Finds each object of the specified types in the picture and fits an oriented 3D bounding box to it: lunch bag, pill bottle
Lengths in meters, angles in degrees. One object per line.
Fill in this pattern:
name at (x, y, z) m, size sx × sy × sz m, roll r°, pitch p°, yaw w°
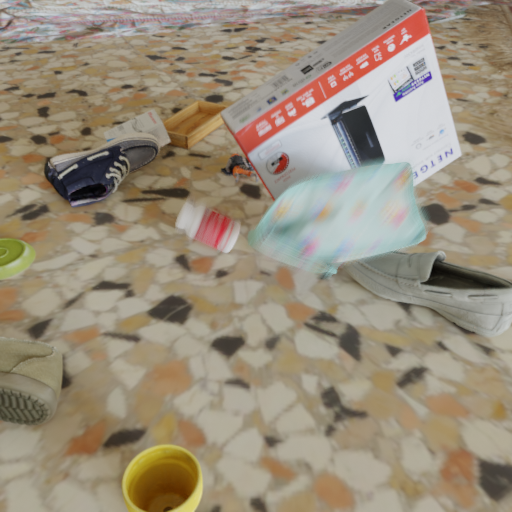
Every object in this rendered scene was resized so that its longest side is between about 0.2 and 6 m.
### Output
lunch bag at (1.055, -0.470, 8.431) m, size 2.331 × 1.421 × 1.985 m, roll -14°, pitch 0°, yaw -4°
pill bottle at (-0.913, -0.546, 10.484) m, size 1.106 × 0.621 × 0.621 m, roll 25°, pitch 33°, yaw -17°

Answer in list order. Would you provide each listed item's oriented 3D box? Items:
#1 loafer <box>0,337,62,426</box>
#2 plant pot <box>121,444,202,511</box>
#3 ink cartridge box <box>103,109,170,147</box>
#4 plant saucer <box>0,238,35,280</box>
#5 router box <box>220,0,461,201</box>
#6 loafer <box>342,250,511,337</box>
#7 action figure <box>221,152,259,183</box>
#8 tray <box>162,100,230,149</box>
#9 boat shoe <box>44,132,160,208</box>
loafer at (-4.065, 1.517, 7.759) m, size 3.045 × 1.158 × 1.027 m, roll 15°, pitch 37°, yaw 3°
plant pot at (-1.024, 2.718, 6.295) m, size 0.865 × 0.814 × 0.865 m, roll 0°, pitch 37°, yaw 0°
ink cartridge box at (-2.940, -2.928, 13.831) m, size 1.397 × 0.585 × 1.014 m, roll -28°, pitch 40°, yaw -5°
plant saucer at (-4.815, 0.012, 10.496) m, size 1.256 × 0.195 × 1.256 m, roll -1°, pitch 37°, yaw 0°
router box at (1.609, -2.095, 9.705) m, size 3.438 × 3.085 × 0.840 m, roll -34°, pitch 42°, yaw 3°
loafer at (2.842, 0.318, 9.362) m, size 2.960 × 1.033 × 1.035 m, roll 21°, pitch 41°, yaw 26°
action figure at (-0.269, -2.108, 13.122) m, size 1.016 × 0.531 × 0.983 m, roll -15°, pitch 48°, yaw -20°
tray at (-1.710, -3.592, 15.216) m, size 1.105 × 0.415 × 2.241 m, roll 17°, pitch 41°, yaw 21°
boat shoe at (-3.225, -1.874, 12.565) m, size 2.686 × 1.003 × 1.245 m, roll -24°, pitch 52°, yaw -22°
